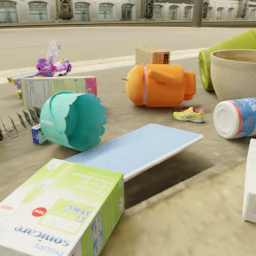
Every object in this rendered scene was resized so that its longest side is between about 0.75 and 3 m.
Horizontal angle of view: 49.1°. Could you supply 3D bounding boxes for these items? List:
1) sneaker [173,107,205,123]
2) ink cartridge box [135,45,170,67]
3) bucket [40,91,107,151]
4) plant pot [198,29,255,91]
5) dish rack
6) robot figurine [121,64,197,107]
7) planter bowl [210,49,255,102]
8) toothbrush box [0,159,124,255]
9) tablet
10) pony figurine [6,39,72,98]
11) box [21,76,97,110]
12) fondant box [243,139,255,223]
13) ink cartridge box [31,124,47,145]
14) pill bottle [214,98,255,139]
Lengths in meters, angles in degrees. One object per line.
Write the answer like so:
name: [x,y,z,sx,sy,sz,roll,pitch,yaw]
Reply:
sneaker: [1.864,-0.449,8.556,0.949,0.429,0.371,5,26,15]
ink cartridge box: [0.938,-2.412,11.427,0.771,1.692,2.054,-7,25,-16]
bucket: [-1.313,-0.186,6.739,0.957,1.471,1.471,8,24,32]
plant pot: [4.165,-2.499,11.155,2.443,2.537,2.537,-10,23,7]
dish rack: [-2.685,-0.236,7.340,1.923,0.524,1.475,-24,18,-22]
robot figurine: [1.023,-1.459,9.572,2.505,1.461,1.802,0,25,1]
planter bowl: [3.953,-1.425,9.041,2.710,1.824,2.710,1,24,0]
toothbrush box: [-1.003,1.323,4.080,1.370,0.810,1.881,8,27,19]
tablet: [0.134,0.508,6.228,2.782,0.190,1.810,-22,23,-34]
pony figurine: [-3.123,-2.106,10.816,2.656,2.212,2.564,-29,25,-22]
box: [-2.110,-1.164,9.032,1.954,0.945,1.719,0,11,4]
fondant box: [2.957,0.989,5.085,1.496,0.604,2.073,10,27,21]
ink cartridge box: [-2.171,0.034,7.439,0.208,0.443,0.942,8,25,18]
pill bottle: [3.343,-0.312,7.531,1.804,1.013,1.013,-8,25,-17]
